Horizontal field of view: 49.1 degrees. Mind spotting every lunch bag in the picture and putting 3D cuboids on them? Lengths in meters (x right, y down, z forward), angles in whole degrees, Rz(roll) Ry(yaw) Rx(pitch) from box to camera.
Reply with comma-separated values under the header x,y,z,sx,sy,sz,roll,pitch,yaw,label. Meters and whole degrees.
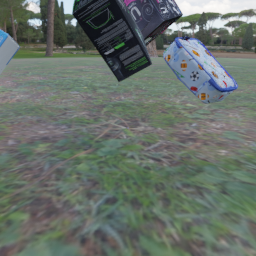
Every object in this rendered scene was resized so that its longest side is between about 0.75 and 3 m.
x,y,z,sx,sy,sz,roll,pitch,yaw,label
1.498,-1.229,5.741,1.233,0.581,1.539,-14,65,-46,lunch bag

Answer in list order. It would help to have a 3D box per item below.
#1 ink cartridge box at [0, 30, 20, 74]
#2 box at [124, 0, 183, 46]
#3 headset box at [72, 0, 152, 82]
x,y,z,sx,sy,sz,roll,pitch,yaw,label
-3.125,-1.742,5.845,1.301,0.944,0.545,32,-6,10,ink cartridge box
0.409,-4.249,10.999,2.705,1.787,1.552,-29,5,45,box
-0.360,-2.727,7.721,1.087,2.343,2.040,-27,38,15,headset box
